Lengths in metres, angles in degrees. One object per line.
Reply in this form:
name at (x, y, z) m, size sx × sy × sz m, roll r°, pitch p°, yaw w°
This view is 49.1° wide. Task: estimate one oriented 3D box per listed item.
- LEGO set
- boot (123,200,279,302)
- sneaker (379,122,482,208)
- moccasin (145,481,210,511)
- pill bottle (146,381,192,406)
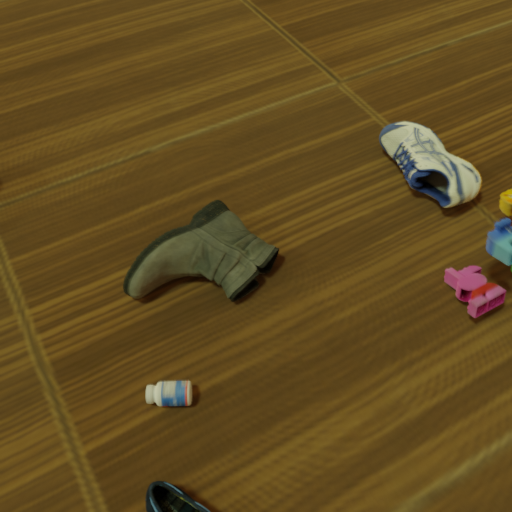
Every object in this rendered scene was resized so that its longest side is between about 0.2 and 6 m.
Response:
LEGO set at (4.689, -0.387, 10.029) m, size 3.305 × 1.261 × 1.356 m, roll -23°, pitch 40°, yaw -20°
boot at (-0.907, 0.217, 9.882) m, size 2.579 × 0.873 × 1.684 m, roll -40°, pitch 71°, yaw -23°
sneaker at (3.336, -1.896, 11.338) m, size 1.075 × 0.918 × 2.439 m, roll -27°, pitch 55°, yaw -33°
moccasin at (-0.717, 3.729, 7.178) m, size 2.082 × 0.710 × 0.838 m, roll 29°, pitch 58°, yaw 21°
pill bottle at (-1.344, 2.129, 8.644) m, size 0.672 × 0.377 × 0.377 m, roll -2°, pitch 52°, yaw 0°
